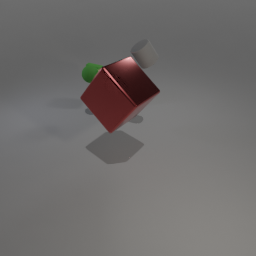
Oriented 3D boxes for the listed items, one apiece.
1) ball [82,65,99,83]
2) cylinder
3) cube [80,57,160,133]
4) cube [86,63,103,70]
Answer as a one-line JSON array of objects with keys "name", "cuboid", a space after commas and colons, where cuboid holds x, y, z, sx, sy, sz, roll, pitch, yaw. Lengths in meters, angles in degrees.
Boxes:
[{"name": "ball", "cuboid": [-1.481, -2.132, 11.091, 0.700, 0.700, 0.700, 0, 31, 0]}, {"name": "cylinder", "cuboid": [0.558, -2.471, 9.347, 0.700, 0.700, 0.700, -26, 35, 20]}, {"name": "cube", "cuboid": [-0.225, -0.968, 8.121, 1.400, 1.400, 1.400, 50, 42, 4]}, {"name": "cube", "cuboid": [-1.587, -2.567, 12.913, 0.700, 0.700, 0.700, 11, 18, -3]}]
